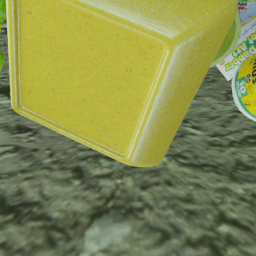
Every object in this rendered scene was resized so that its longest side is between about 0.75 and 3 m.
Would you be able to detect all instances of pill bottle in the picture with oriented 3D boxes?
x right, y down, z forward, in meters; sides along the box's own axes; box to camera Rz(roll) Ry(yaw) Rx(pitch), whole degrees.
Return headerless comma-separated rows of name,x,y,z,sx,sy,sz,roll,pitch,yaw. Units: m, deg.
pill bottle,2.805,-0.884,4.337,1.362,1.362,2.415,-7,-5,-10

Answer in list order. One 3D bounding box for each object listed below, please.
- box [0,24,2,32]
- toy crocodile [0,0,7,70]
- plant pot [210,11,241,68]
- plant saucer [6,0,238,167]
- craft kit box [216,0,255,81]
box,-3.878,-2.718,7.260,0.941,2.687,0.864,7,11,-44
toy crocodile,-2.387,-1.525,4.068,0.858,0.938,2.779,-16,61,24
plant pot,1.324,-2.710,6.254,2.143,2.143,2.035,6,57,8
plant saucer,-0.487,-0.689,3.488,2.642,2.641,0.640,24,43,7
craft kit box,2.981,-3.299,7.389,2.904,2.940,0.713,51,33,4
